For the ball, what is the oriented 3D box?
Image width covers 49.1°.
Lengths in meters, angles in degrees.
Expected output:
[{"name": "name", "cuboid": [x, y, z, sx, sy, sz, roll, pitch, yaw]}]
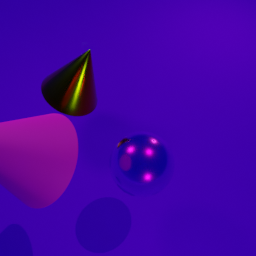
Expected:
[{"name": "ball", "cuboid": [0.268, 0.700, 5.482, 1.277, 1.277, 1.277, 0, 59, 0]}]

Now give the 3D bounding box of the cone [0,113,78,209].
[{"name": "cone", "cuboid": [-1.749, 0.282, 3.829, 1.499, 1.505, 1.499, -14, 66, 33]}]

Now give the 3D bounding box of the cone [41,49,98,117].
[{"name": "cone", "cuboid": [-1.079, -1.214, 6.216, 1.377, 1.382, 1.377, 17, 47, -20]}]
